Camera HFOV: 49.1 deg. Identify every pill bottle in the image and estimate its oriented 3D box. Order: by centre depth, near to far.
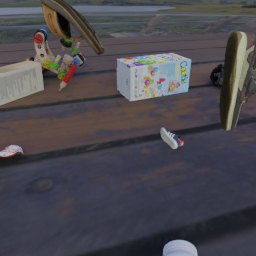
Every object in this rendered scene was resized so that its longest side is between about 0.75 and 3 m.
[{"bbox_3d":[0.727,2.185,3.804,0.684,0.684,1.217,4,27,7],"label":"pill bottle"}]

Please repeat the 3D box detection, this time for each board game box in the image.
[{"bbox_3d":[1.009,-2.118,11.314,2.644,1.386,1.362,-11,30,-22],"label":"board game box"}]

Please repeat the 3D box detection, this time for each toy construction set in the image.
[{"bbox_3d":[-3.326,-2.669,12.463,2.445,2.253,2.932,17,33,-38],"label":"toy construction set"}]

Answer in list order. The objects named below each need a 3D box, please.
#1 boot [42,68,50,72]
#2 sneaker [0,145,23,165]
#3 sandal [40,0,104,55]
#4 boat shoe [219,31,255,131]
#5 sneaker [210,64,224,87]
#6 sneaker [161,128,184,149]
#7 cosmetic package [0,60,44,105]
[{"bbox_3d":[-4.650,-2.702,13.160,2.036,0.740,2.162,2,28,3],"label":"boot"},{"bbox_3d":[-3.148,0.683,7.113,0.918,0.307,0.492,-7,27,-21],"label":"sneaker"},{"bbox_3d":[-1.756,-2.783,6.944,2.914,0.795,1.191,41,15,-8],"label":"sandal"},{"bbox_3d":[2.249,-0.865,5.544,0.657,2.000,0.715,-1,25,2],"label":"boat shoe"},{"bbox_3d":[4.406,-2.443,12.347,1.453,1.002,2.612,14,35,10],"label":"sneaker"},{"bbox_3d":[1.247,0.267,7.908,0.370,0.328,0.875,-13,40,-20],"label":"sneaker"},{"bbox_3d":[-4.473,-1.785,10.888,0.819,1.212,2.304,19,31,29],"label":"cosmetic package"}]
